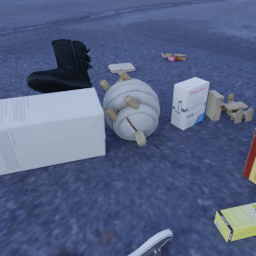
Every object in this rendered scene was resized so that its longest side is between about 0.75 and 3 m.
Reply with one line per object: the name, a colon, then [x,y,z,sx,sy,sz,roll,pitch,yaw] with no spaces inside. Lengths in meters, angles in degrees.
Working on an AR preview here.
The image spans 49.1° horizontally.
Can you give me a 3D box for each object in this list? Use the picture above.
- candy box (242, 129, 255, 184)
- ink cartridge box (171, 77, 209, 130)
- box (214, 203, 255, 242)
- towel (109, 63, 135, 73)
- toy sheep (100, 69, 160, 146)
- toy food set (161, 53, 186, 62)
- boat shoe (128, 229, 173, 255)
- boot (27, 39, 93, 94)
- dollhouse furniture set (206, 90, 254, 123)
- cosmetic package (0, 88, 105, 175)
candy box: [3.942,0.387,6.806,2.369,1.382,0.669,-17,36,-25]
ink cartridge box: [1.898,-0.770,8.643,0.994,1.362,0.574,-23,39,-32]
box: [2.463,1.801,5.534,1.383,0.347,0.521,-9,33,-13]
towel: [-0.284,-2.760,12.906,1.139,0.196,0.755,-8,35,-13]
toy sheep: [0.080,-0.543,8.012,1.813,1.813,2.629,-3,49,-5]
toy food set: [2.353,-3.540,14.154,1.329,0.209,0.845,3,32,-10]
boat shoe: [0.339,2.244,4.774,1.313,0.459,0.435,-21,50,-32]
boot: [-1.860,-1.753,7.761,1.906,0.705,1.562,1,67,-32]
dollhouse furniture set: [3.287,-0.789,9.160,1.271,0.845,1.114,-9,33,-13]
cosmetic package: [-2.085,0.076,7.032,2.875,1.547,1.220,-10,43,-16]
